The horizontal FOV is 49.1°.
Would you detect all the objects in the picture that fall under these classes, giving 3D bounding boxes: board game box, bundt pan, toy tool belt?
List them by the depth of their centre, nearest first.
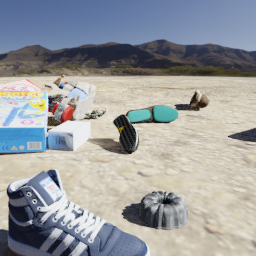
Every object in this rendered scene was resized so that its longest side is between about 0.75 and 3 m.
[{"bbox_3d":[0.575,1.274,4.534,0.845,0.317,0.845,0,14,0],"label":"bundt pan"},{"bbox_3d":[-3.888,-0.305,8.366,2.854,0.798,2.795,0,27,-15],"label":"board game box"},{"bbox_3d":[-2.589,-1.122,11.044,1.783,1.811,2.901,24,25,7],"label":"toy tool belt"},{"bbox_3d":[-4.588,-1.086,11.066,1.970,0.602,2.600,31,36,29],"label":"board game box"}]

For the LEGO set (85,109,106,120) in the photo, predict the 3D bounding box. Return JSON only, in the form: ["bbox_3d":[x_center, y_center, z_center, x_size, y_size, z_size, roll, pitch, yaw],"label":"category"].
[{"bbox_3d":[-1.623,-0.552,12.324,1.515,0.429,0.984,-6,5,36],"label":"LEGO set"}]

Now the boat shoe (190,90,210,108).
[{"bbox_3d":[3.924,-1.442,15.178,0.920,0.919,2.488,25,16,6],"label":"boat shoe"}]

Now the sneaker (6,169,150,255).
[{"bbox_3d":[-0.690,1.131,3.488,1.962,1.065,0.688,4,14,17],"label":"sneaker"}]

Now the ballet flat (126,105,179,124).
[{"bbox_3d":[0.952,-0.572,11.496,2.183,0.742,0.747,-1,3,-6],"label":"ballet flat"}]

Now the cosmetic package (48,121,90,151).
[{"bbox_3d":[-1.730,0.200,8.491,0.813,0.584,1.440,3,13,13],"label":"cosmetic package"}]

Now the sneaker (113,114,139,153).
[{"bbox_3d":[0.068,0.258,8.242,0.574,0.738,1.641,-33,37,6],"label":"sneaker"}]
